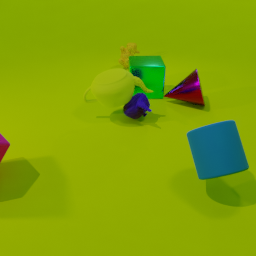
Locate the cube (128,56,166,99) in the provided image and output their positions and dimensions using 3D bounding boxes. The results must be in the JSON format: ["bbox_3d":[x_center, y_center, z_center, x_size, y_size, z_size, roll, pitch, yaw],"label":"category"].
[{"bbox_3d":[0.629,-1.812,9.927,1.196,1.196,1.196,-1,31,-2],"label":"cube"}]

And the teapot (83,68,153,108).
[{"bbox_3d":[-0.323,-1.099,8.130,2.058,1.008,1.280,-12,34,5],"label":"teapot"}]

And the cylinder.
[{"bbox_3d":[1.739,0.437,5.492,0.963,0.963,0.963,-13,-9,-2],"label":"cylinder"}]

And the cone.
[{"bbox_3d":[1.788,-1.197,9.290,1.259,1.255,1.255,-12,27,17],"label":"cone"}]

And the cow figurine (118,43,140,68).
[{"bbox_3d":[0.046,-3.270,12.595,0.690,1.258,1.238,9,-2,19],"label":"cow figurine"}]

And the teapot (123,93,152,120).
[{"bbox_3d":[0.312,-0.602,8.261,0.847,0.667,1.362,-47,13,-11],"label":"teapot"}]

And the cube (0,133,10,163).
[{"bbox_3d":[-3.292,0.433,5.633,1.057,1.057,1.057,38,12,23],"label":"cube"}]
